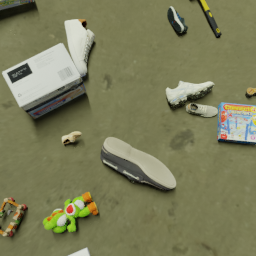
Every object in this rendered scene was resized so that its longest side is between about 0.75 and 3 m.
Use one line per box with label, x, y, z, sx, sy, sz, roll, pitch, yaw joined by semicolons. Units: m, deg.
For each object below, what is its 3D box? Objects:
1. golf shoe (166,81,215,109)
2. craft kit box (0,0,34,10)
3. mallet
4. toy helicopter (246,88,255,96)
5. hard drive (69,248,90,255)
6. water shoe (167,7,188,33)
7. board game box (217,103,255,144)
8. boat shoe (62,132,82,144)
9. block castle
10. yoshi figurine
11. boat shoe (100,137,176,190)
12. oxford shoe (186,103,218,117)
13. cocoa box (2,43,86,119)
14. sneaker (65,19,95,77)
golf shoe;2.389;-1.546;10.907;1.918;0.751;0.933;-22;71;-6
craft kit box;-5.372;-6.030;11.876;2.302;0.558;2.273;-18;64;-8
mallet;3.465;-5.137;11.966;0.870;0.544;2.642;-27;82;-10
toy helicopter;5.302;-1.578;11.013;1.330;0.525;0.880;-9;74;1
hard drive;-2.210;5.268;9.372;2.376;0.301;1.567;-22;77;-5
water shoe;2.093;-4.566;11.862;0.503;0.455;1.274;-14;75;-31
board game box;4.201;-0.175;10.691;1.461;0.408;1.431;5;76;1
boat shoe;-2.084;0.389;10.385;0.884;0.326;0.306;-21;54;27
block castle;-4.163;3.112;9.805;0.795;0.558;1.189;22;75;9
yoshi figurine;-1.990;3.022;9.705;1.812;1.019;1.015;-24;100;-16
boat shoe;0.320;1.453;10.212;2.985;1.085;0.936;31;121;2
oxford shoe;2.877;-0.708;10.864;1.232;0.356;0.463;9;73;0
cocoa box;-3.023;-1.697;10.481;2.382;1.563;1.588;-29;78;-7
sneaker;-1.803;-3.317;11.210;1.087;0.934;2.566;-13;75;-1
